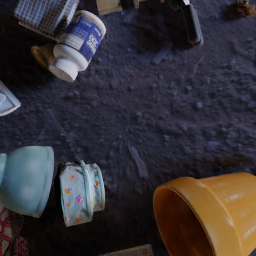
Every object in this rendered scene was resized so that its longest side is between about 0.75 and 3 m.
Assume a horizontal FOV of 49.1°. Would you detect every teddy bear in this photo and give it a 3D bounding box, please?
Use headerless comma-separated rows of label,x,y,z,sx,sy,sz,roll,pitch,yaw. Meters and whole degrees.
teddy bear,4.715,-4.777,11.187,0.644,0.296,0.888,-28,68,-15

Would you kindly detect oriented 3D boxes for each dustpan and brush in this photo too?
dustpan and brush,-5.091,-0.727,9.859,2.088,0.598,1.457,-42,79,-11

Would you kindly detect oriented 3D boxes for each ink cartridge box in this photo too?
ink cartridge box,-0.205,4.929,8.346,2.333,0.548,2.305,-11,76,-1

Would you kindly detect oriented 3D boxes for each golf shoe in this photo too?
golf shoe,-3.813,3.151,8.634,1.123,0.885,2.438,-11,75,-2

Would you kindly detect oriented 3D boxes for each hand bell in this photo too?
hand bell,-2.618,-3.123,10.566,0.951,0.951,1.826,40,65,10

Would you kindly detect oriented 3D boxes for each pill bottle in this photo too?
pill bottle,-1.857,-2.897,10.101,1.300,1.300,2.343,24,75,6

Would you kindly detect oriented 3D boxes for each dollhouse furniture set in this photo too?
dollhouse furniture set,-0.069,-5.894,10.630,2.669,1.881,1.870,-13,75,-2

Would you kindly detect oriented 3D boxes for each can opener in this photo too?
can opener,2.270,-4.387,10.934,0.909,0.720,2.735,-23,71,30

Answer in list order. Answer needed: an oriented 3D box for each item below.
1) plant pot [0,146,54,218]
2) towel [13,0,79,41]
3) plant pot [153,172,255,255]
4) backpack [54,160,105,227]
plant pot,-3.054,1.419,7.920,1.370,2.045,2.045,13,73,-26
towel,-2.956,-4.582,10.306,1.845,0.954,2.228,26,94,-4
plant pot,2.588,2.561,7.991,2.663,2.909,2.909,-17,75,-21
backpack,-1.441,1.896,8.259,1.485,1.937,1.703,-4,96,-6
